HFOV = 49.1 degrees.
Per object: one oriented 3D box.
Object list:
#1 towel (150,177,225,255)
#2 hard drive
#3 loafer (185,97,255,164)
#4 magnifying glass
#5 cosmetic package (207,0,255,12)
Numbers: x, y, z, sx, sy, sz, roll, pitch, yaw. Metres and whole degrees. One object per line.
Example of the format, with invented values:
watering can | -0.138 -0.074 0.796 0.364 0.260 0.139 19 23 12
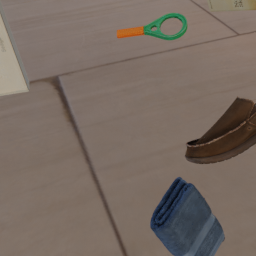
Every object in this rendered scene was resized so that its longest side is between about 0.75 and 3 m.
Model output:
towel | 0.697 1.152 3.184 0.296 1.221 0.682 16 59 48
hard drive | -3.213 -1.114 4.633 2.638 1.740 0.347 -10 51 -8
loafer | 1.496 -0.105 3.674 1.764 0.626 0.644 -28 3 10
magnifying glass | 0.701 -2.973 8.424 2.129 0.238 0.847 -4 72 16
cosmetic package | 2.816 -3.483 6.318 0.947 1.401 2.664 -29 25 -7
